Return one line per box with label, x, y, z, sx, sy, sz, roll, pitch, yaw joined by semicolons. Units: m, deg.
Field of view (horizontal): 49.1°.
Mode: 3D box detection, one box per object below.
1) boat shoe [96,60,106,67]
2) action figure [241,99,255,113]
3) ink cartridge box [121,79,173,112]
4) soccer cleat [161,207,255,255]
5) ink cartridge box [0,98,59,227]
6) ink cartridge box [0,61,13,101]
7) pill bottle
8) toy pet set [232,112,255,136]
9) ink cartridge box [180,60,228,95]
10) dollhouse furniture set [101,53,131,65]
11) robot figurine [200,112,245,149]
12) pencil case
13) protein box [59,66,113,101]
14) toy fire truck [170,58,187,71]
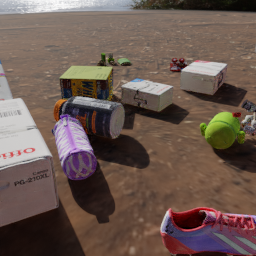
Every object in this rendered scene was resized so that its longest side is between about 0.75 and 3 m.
boat shoe;-1.294;-2.797;12.971;0.541;0.542;1.466;-1;28;-2
action figure;3.824;-0.418;8.044;1.098;0.381;0.714;28;31;-9
ink cartridge box;0.678;-1.172;9.734;1.505;0.634;1.099;17;31;28
soccer cleat;1.480;1.570;4.398;1.942;0.742;0.648;-2;28;-3
ink cartridge box;-2.891;0.602;5.668;2.172;1.265;3.000;-14;31;-24
ink cartridge box;-4.286;-0.825;7.804;1.943;1.138;2.688;-15;49;-24
pill bottle;-1.118;-0.339;7.794;1.874;0.995;0.995;10;29;19
toy pet set;3.517;0.122;7.271;1.647;0.937;1.764;1;-1;20
ink cartridge box;3.075;-2.087;11.331;1.367;0.797;1.889;15;31;27
dollhouse furniture set;-0.609;-3.610;14.480;1.535;0.592;0.767;-9;29;-16
robot figurine;2.467;0.059;7.296;1.134;0.748;1.292;15;31;26
pencil case;-1.277;0.389;6.583;0.806;0.821;1.920;-11;30;-17
protein box;-1.383;-1.465;9.863;1.555;1.049;1.544;2;28;5
toy fire truck;2.440;-2.997;13.562;0.839;0.470;0.704;2;52;4
